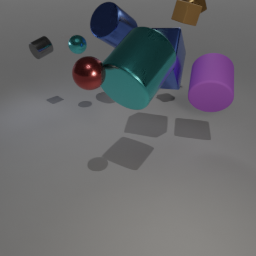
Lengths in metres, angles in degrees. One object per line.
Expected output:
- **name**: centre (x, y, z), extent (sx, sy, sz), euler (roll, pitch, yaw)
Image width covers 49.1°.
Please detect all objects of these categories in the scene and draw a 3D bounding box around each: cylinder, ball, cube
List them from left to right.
- **cylinder**: centre (-3.501, -3.241, 11.297), extent (0.700, 0.700, 0.700), euler (26, 54, 38)
- **ball**: centre (-1.907, -3.154, 10.588), extent (0.700, 0.700, 0.700), euler (0, 29, 0)
- **ball**: centre (-0.812, -1.137, 5.836), extent (0.700, 0.700, 0.700), euler (0, 29, 0)
- **cylinder**: centre (-0.537, -3.994, 11.069), extent (1.400, 1.400, 1.400), euler (20, 6, 32)
- **cylinder**: centre (0.212, -1.387, 6.598), extent (1.400, 1.400, 1.400), euler (19, 61, 31)
- **cube**: centre (0.961, -2.154, 8.835), extent (1.400, 1.400, 1.400), euler (7, -14, 20)
- **cube**: centre (2.150, -4.226, 10.292), extent (0.700, 0.700, 0.700), euler (-4, 31, -35)
- **cube**: centre (2.746, -5.158, 11.647), extent (0.700, 0.700, 0.700), euler (-31, 42, -1)
- **cylinder**: centre (2.745, -1.483, 9.219), extent (1.400, 1.400, 1.400), euler (7, 53, 12)
